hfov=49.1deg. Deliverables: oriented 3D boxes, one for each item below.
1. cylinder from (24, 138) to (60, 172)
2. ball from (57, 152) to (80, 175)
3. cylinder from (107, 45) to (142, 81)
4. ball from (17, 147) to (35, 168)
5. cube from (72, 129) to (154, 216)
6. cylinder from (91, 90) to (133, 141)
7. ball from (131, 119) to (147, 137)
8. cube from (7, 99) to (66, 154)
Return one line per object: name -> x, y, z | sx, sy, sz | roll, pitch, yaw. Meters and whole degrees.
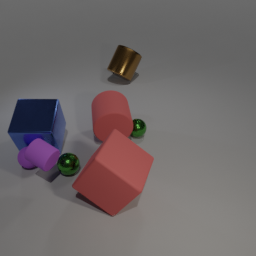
cylinder -> -2.414, 0.757, 7.904 | 0.700, 0.700, 0.700 | 29, 40, 12
ball -> -1.858, 1.116, 8.741 | 0.700, 0.700, 0.700 | 0, 33, 0
cylinder -> -0.185, -3.369, 14.573 | 1.400, 1.400, 1.400 | 26, 4, -2
ball -> -3.182, 0.943, 9.005 | 0.700, 0.700, 0.700 | 0, 33, 0
cube -> -0.375, 1.183, 7.526 | 1.400, 1.400, 1.400 | 37, 36, -5
cylinder -> -0.595, -0.414, 10.123 | 1.400, 1.400, 1.400 | -4, 40, -7
ball -> 0.346, -0.005, 10.473 | 0.700, 0.700, 0.700 | 0, 33, 0
cube -> -3.004, -0.026, 9.509 | 1.400, 1.400, 1.400 | 0, 55, 1
